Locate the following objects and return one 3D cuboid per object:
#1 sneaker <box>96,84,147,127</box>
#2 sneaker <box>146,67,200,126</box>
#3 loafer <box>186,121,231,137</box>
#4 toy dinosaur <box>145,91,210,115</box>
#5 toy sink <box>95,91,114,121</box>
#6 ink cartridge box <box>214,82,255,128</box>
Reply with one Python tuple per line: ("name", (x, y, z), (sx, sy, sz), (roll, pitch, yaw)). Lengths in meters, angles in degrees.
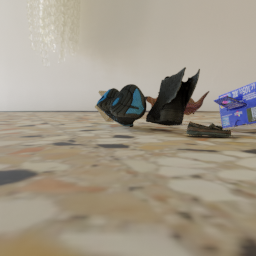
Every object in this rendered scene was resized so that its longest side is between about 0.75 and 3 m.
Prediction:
("sneaker", (0.007, -0.584, 8.238), (1.139, 1.018, 2.781), (43, -6, -21))
("sneaker", (1.069, -0.722, 7.194), (0.719, 1.249, 2.395), (10, -1, -10))
("loafer", (1.703, 0.015, 5.955), (0.965, 0.303, 0.347), (3, -8, 35))
("toy dinosaur", (1.824, -0.779, 9.938), (2.403, 1.032, 1.629), (-8, 6, 3))
("toy sink", (-0.764, -0.813, 10.498), (0.598, 1.068, 0.696), (-48, -22, 28))
("ink cartridge box", (3.712, -0.603, 7.384), (2.748, 1.049, 1.875), (-7, -4, -12))
